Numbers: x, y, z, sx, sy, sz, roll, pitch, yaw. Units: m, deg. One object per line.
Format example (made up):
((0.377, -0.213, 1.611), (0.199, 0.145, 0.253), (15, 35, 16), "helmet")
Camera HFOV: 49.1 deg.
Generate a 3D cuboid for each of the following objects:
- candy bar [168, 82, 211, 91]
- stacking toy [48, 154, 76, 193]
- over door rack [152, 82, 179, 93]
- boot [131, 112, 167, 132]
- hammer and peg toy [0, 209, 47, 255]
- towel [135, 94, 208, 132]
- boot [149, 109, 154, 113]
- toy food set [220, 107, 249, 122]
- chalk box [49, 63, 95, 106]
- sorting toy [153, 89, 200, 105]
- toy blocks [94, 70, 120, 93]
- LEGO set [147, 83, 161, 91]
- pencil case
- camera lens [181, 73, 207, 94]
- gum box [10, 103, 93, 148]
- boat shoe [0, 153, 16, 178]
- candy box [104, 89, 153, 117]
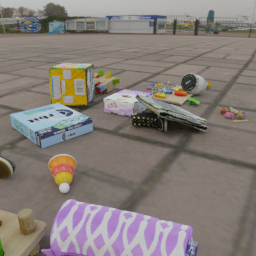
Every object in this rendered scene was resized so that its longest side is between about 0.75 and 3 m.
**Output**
((3.518, -2.308, 15.774), (2.850, 0.316, 0.711), (-14, 18, -29), "candy bar")
((-1.688, 1.252, 7.309), (0.751, 0.751, 1.028), (-6, 39, -13), "stacking toy")
((1.967, -2.203, 15.048), (0.936, 0.422, 1.267), (-20, 14, -24), "over door rack")
((0.783, -0.221, 10.638), (1.257, 0.601, 1.664), (-2, 18, -6), "boot")
((-2.911, 2.230, 4.447), (2.035, 0.975, 2.766), (8, 25, 19), "hammer and peg toy")
((1.692, -0.680, 10.880), (2.344, 0.420, 2.435), (17, 15, -26), "towel")
((1.173, -0.908, 12.484), (0.403, 0.414, 1.096), (5, 23, 16), "boot")
((4.483, -0.654, 12.091), (0.976, 0.242, 1.535), (-5, 24, -10), "toy food set")
((-2.606, -2.247, 13.773), (1.734, 1.743, 2.801), (1, 17, 1), "chalk box")
((2.551, -1.591, 14.107), (2.526, 0.372, 1.867), (13, 26, 29), "sorting toy")
((-1.748, -2.388, 15.386), (2.180, 1.089, 1.490), (18, 41, 30), "toy blocks")
((1.637, -2.345, 15.854), (1.020, 0.389, 0.419), (12, 26, 23), "LEGO set")
((-0.103, 2.038, 4.936), (2.588, 1.086, 1.107), (7, 54, 20), "pencil case")
((3.447, -2.295, 14.667), (0.989, 0.989, 1.236), (21, 11, 40), "camera lens")
((-2.920, -0.197, 10.634), (2.120, 0.556, 2.496), (-20, 31, -39), "gum box")
((-3.983, 0.818, 7.951), (2.225, 0.815, 0.721), (11, 31, 24), "boat shoe")
((0.035, -1.173, 12.760), (1.559, 0.665, 1.858), (13, 26, 28), "candy box")
